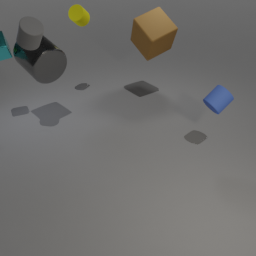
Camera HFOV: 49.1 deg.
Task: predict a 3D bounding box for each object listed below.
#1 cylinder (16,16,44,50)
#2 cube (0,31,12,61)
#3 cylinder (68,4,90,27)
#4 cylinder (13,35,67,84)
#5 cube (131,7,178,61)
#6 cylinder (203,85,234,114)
[{"bbox_3d":[-2.911,-2.799,8.320,0.700,0.700,0.700,13,60,-24],"label":"cylinder"},{"bbox_3d":[-4.613,-2.863,9.889,0.700,0.700,0.700,-20,73,-11],"label":"cube"},{"bbox_3d":[-2.059,-4.745,11.838,0.700,0.700,0.700,8,4,14],"label":"cylinder"},{"bbox_3d":[-3.190,-2.560,10.205,1.400,1.400,1.400,-27,57,-37],"label":"cylinder"},{"bbox_3d":[1.113,-4.141,12.393,1.400,1.400,1.400,-31,75,-16],"label":"cube"},{"bbox_3d":[2.947,-0.927,9.156,0.700,0.700,0.700,-46,38,5],"label":"cylinder"}]
